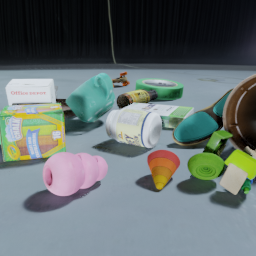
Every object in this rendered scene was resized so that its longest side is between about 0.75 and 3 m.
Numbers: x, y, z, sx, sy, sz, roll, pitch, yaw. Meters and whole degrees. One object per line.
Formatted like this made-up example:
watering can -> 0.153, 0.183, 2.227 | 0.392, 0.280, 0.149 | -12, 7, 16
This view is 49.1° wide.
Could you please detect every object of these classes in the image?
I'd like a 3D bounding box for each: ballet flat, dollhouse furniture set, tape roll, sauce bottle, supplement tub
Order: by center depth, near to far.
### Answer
dollhouse furniture set -> 2.810, 1.120, 6.047 | 2.616, 1.010, 1.307 | 35, 26, 31
supplement tub -> 0.177, -0.028, 8.688 | 1.500, 1.088, 1.088 | 9, 19, 29
ballet flat -> 2.734, -0.214, 9.079 | 2.966, 0.935, 1.018 | -32, 64, -7
sauce bottle -> 0.571, -1.494, 14.026 | 0.904, 0.904, 2.738 | 12, 23, 35
tape roll -> 1.901, -2.408, 17.019 | 2.883, 0.693, 2.883 | 3, 21, -1

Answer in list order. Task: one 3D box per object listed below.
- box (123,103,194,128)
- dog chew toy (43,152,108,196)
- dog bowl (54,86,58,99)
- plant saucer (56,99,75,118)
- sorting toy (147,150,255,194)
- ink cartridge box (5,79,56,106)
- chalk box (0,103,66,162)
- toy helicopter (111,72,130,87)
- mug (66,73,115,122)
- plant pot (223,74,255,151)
box -> 1.160, -0.558, 11.614 | 2.785, 0.506, 2.010 | 6, 17, 23
dog chew toy -> -1.048, 0.922, 5.992 | 1.435, 0.894, 0.894 | -4, 15, -42
dog bowl -> -4.642, -1.671, 14.294 | 2.204, 0.646, 2.204 | -9, 3, 1
plant saucer -> -3.404, -0.866, 12.681 | 2.958, 0.474, 2.958 | 1, 17, 0
sorting toy -> 1.515, 1.068, 6.059 | 2.347, 0.814, 0.808 | 4, 42, 14
ink cartridge box -> -3.060, -0.634, 9.178 | 1.371, 1.878, 0.792 | -1, 30, -5
chalk box -> -2.902, 0.083, 7.939 | 2.126, 1.323, 1.316 | -6, 17, -15
toy helicopter -> -1.197, -3.597, 21.723 | 2.490, 0.982, 1.647 | 0, 22, 40
mug -> -1.342, -1.064, 10.931 | 1.747, 1.315, 2.126 | -39, 2, -10
plant pot -> 4.345, -0.341, 8.067 | 2.387, 2.387, 2.363 | 14, 13, 39
